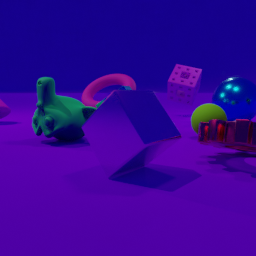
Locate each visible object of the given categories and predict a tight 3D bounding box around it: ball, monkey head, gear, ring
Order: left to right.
[{"bbox_3d":[-1.272,-0.361,5.467,1.738,1.250,1.047,7,13,43],"label":"monkey head"},{"bbox_3d":[-0.560,-1.023,8.088,1.628,0.326,1.628,-11,41,10],"label":"ring"},{"bbox_3d":[1.653,-0.143,5.726,0.712,0.712,0.712,0,8,0],"label":"ball"},{"bbox_3d":[3.113,-0.777,8.071,1.349,1.349,1.349,0,8,0],"label":"ball"},{"bbox_3d":[1.753,0.158,3.817,1.530,0.283,1.530,8,-5,1],"label":"gear"}]

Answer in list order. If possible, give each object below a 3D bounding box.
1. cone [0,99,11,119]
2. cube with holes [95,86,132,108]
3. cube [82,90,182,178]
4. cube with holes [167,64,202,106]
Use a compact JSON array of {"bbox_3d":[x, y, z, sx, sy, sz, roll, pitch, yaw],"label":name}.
[{"bbox_3d":[-4.297,-0.897,8.578,1.090,1.094,1.090,-20,-12,-4],"label":"cone"},{"bbox_3d":[-0.134,-0.448,6.631,0.791,0.791,0.791,-33,1,13],"label":"cube with holes"},{"bbox_3d":[0.037,0.046,3.347,0.725,0.725,0.725,-8,-28,-50],"label":"cube"},{"bbox_3d":[2.167,-1.654,10.784,1.006,1.006,1.006,17,57,19],"label":"cube with holes"}]
